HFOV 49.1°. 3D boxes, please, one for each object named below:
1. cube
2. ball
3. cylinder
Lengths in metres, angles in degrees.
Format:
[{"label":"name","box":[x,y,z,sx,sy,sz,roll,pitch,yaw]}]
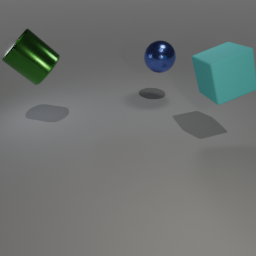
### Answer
[{"label":"cube","box":[3.123,-1.813,9.142,1.400,1.400,1.400,-22,28,-3]},{"label":"ball","box":[1.415,-3.162,12.456,1.400,1.400,1.400,0,29,0]},{"label":"cylinder","box":[-3.372,-2.466,9.806,1.400,1.400,1.400,-37,31,26]}]
